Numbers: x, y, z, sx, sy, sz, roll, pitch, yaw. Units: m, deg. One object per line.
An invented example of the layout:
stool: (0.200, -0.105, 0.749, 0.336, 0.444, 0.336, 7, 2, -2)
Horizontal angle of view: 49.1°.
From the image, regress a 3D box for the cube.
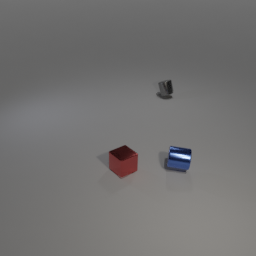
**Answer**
cube: (-0.155, 1.096, 9.244, 0.700, 0.700, 0.700, -20, 35, -33)

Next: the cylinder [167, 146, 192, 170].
cylinder: (1.667, 0.974, 9.140, 0.700, 0.700, 0.700, 8, 30, 7)

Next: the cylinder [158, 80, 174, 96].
cylinder: (1.978, -2.094, 14.580, 0.700, 0.700, 0.700, -14, 15, 4)
